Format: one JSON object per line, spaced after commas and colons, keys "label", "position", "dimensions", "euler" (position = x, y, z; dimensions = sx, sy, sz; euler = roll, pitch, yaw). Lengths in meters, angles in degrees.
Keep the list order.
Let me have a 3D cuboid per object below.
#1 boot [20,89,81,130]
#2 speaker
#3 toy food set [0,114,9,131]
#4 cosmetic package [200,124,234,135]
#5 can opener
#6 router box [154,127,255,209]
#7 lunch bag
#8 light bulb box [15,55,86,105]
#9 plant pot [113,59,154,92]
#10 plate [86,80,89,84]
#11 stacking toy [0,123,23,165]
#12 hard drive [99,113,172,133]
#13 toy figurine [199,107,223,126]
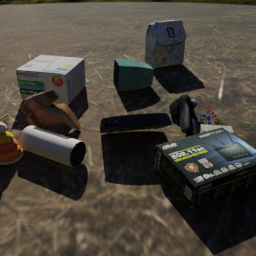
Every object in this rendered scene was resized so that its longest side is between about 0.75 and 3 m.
{"label": "boot", "position": [-2.675, -0.378, 9.557], "dimensions": [1.352, 1.849, 0.649], "euler": [-33, 12, 9]}
{"label": "speaker", "position": [-2.198, 0.527, 8.171], "dimensions": [1.930, 0.784, 0.784], "euler": [15, 33, 25]}
{"label": "toy food set", "position": [-4.057, 0.357, 8.548], "dimensions": [1.003, 0.557, 1.704], "euler": [-28, 30, 28]}
{"label": "cosmetic package", "position": [2.878, 0.188, 9.096], "dimensions": [0.986, 0.445, 0.527], "euler": [0, 27, 6]}
{"label": "can opener", "position": [2.111, -0.393, 9.959], "dimensions": [0.818, 1.015, 2.581], "euler": [35, 28, -19]}
{"label": "router box", "position": [2.170, 0.931, 7.480], "dimensions": [2.419, 0.752, 1.813], "euler": [-13, 33, -22]}
{"label": "lunch bag", "position": [2.089, -4.715, 15.597], "dimensions": [2.014, 2.376, 1.510], "euler": [-14, 32, -24]}
{"label": "light bulb box", "position": [-3.229, -2.154, 12.157], "dimensions": [2.202, 1.386, 2.222], "euler": [7, 32, 10]}
{"label": "plant pot", "position": [0.268, -2.479, 12.994], "dimensions": [1.695, 1.198, 1.198], "euler": [-4, 30, -13]}
{"label": "plate", "position": [-2.318, -2.293, 13.696], "dimensions": [0.807, 0.103, 0.807], "euler": [1, 30, -1]}
{"label": "stacking toy", "position": [-3.522, 0.391, 8.015], "dimensions": [0.844, 1.155, 0.844], "euler": [0, 31, 0]}
{"label": "hard drive", "position": [0.180, -0.142, 8.951], "dimensions": [2.183, 0.462, 1.473], "euler": [-5, -4, -5]}
{"label": "toy figurine", "position": [2.847, -0.252, 9.961], "dimensions": [0.946, 0.567, 0.499], "euler": [54, 32, 3]}
